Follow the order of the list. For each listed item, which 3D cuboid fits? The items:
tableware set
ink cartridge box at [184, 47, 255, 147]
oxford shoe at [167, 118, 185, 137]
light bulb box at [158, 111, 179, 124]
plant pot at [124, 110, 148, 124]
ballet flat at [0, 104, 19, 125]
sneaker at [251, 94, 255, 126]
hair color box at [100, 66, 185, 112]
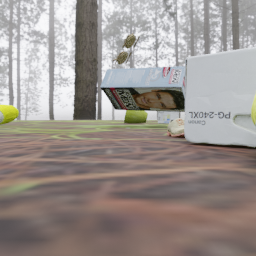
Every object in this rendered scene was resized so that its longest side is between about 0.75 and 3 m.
[{"bbox_3d":[-0.088,-2.254,7.980,0.189,0.944,0.624,41,32,19],"label":"tableware set"},{"bbox_3d":[2.010,-0.336,3.453,1.736,0.997,2.391,2,3,40],"label":"ink cartridge box"},{"bbox_3d":[0.794,-0.009,4.409,0.278,0.290,0.786,-1,2,-15],"label":"oxford shoe"},{"bbox_3d":[2.065,-0.708,14.355,0.615,0.985,0.977,0,1,-35],"label":"light bulb box"},{"bbox_3d":[0.457,-0.649,14.771,1.123,1.050,1.050,14,3,4],"label":"plant pot"},{"bbox_3d":[-5.451,-0.387,10.587,2.471,0.826,0.828,-3,24,-2],"label":"ballet flat"},{"bbox_3d":[1.651,-0.053,1.318,2.097,0.794,1.101,-6,10,38],"label":"sneaker"},{"bbox_3d":[0.646,-1.281,9.522,2.807,0.851,1.390,3,-29,25],"label":"hair color box"}]
